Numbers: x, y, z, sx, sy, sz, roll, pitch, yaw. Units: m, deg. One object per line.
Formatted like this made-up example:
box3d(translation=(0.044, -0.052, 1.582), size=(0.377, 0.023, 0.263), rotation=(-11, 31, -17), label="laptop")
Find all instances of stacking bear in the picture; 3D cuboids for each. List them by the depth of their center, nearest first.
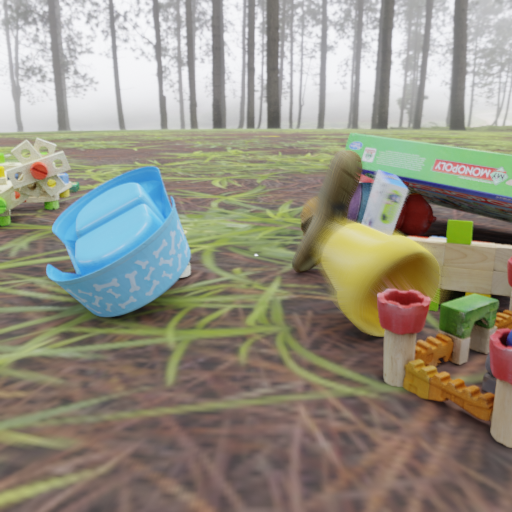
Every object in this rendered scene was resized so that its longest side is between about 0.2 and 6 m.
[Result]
box3d(translation=(2.245, -0.822, 10.047), size=(1.858, 1.056, 1.128), rotation=(9, -12, -2), label="stacking bear")

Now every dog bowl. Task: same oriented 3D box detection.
box3d(translation=(-1.706, -0.241, 7.155), size=(1.643, 0.731, 2.947), rotation=(-30, 29, -3), label="dog bowl")

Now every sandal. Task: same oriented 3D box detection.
box3d(translation=(0.923, -0.630, 7.864), size=(0.739, 1.841, 0.497), rotation=(-1, 26, -45), label="sandal")

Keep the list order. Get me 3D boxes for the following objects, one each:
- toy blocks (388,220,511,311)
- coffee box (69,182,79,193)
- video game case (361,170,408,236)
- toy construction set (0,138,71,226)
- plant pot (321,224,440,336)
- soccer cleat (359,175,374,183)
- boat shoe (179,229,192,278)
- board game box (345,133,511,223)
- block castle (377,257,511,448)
box3d(translation=(2.449, 0.077, 7.183), size=(2.161, 1.080, 1.477), rotation=(6, 6, 22), label="toy blocks")
box3d(translation=(-5.107, -1.866, 15.263), size=(0.502, 0.180, 0.817), rotation=(-4, 16, -12), label="coffee box")
box3d(translation=(1.809, -0.519, 8.317), size=(0.330, 1.318, 1.454), rotation=(17, 17, 3), label="video game case")
box3d(translation=(-4.881, -1.449, 11.581), size=(2.269, 1.594, 3.460), rotation=(-6, 6, -22), label="toy construction set")
box3d(translation=(1.220, 0.154, 5.948), size=(1.044, 1.044, 0.982), rotation=(-7, 33, -23), label="plant pot")
box3d(translation=(3.593, -2.400, 15.505), size=(2.925, 1.071, 0.998), rotation=(-8, 18, -27), label="soccer cleat")
box3d(translation=(-1.528, -0.280, 8.625), size=(0.838, 0.700, 2.344), rotation=(-6, 17, -21), label="boat shoe")
box3d(translation=(4.003, -1.049, 9.178), size=(2.993, 0.647, 4.448), rotation=(12, 8, -43), label="board game box")
box3d(translation=(2.350, 0.569, 4.877), size=(2.338, 1.097, 1.562), rotation=(-10, 19, -32), label="block castle")
